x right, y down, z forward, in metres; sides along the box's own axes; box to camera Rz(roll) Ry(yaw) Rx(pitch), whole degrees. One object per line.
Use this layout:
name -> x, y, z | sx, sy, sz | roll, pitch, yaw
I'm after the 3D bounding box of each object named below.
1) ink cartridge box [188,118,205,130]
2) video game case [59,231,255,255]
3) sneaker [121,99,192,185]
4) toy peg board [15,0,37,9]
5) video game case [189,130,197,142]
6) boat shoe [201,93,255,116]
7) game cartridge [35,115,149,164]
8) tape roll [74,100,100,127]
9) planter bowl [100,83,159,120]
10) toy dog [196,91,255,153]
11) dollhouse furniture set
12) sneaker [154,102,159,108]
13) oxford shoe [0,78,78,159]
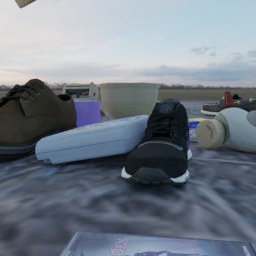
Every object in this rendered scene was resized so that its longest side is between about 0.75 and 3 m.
ink cartridge box -> 1.760, -0.110, 7.081 | 0.930, 0.221, 0.942 | -3, 5, -25
video game case -> 0.121, 0.633, 1.147 | 0.910, 0.086, 0.650 | 2, 7, 8
sneaker -> 0.345, 0.071, 3.009 | 0.660, 0.763, 1.743 | 2, 7, 14
toy peg board -> -0.686, -3.039, 4.053 | 2.694, 1.323, 2.706 | -34, 29, -10
video game case -> 1.090, 0.132, 5.379 | 0.911, 0.110, 1.001 | 3, 6, 25
boat shoe -> 4.116, -0.863, 10.604 | 1.048, 0.885, 2.939 | -6, 9, -41
game cartridge -> -0.285, 0.092, 3.911 | 1.228, 0.383, 1.845 | -14, 4, 12
tape roll -> -1.439, -0.260, 6.207 | 1.653, 0.702, 1.653 | -1, 7, 0
planter bowl -> 0.034, -0.708, 8.135 | 1.710, 1.151, 1.710 | 1, 7, 0
toy dog -> 1.830, -0.080, 3.855 | 1.805, 0.869, 1.190 | 5, 8, 39
dollhouse furniture set -> -1.635, -0.843, 10.711 | 1.171, 1.164, 1.661 | 1, -18, 16
sneaker -> 1.077, -1.049, 14.295 | 1.510, 0.528, 0.680 | 5, -4, 28
oxford shoe -> -1.580, -0.168, 3.933 | 0.916, 1.064, 2.520 | 4, 9, 18
